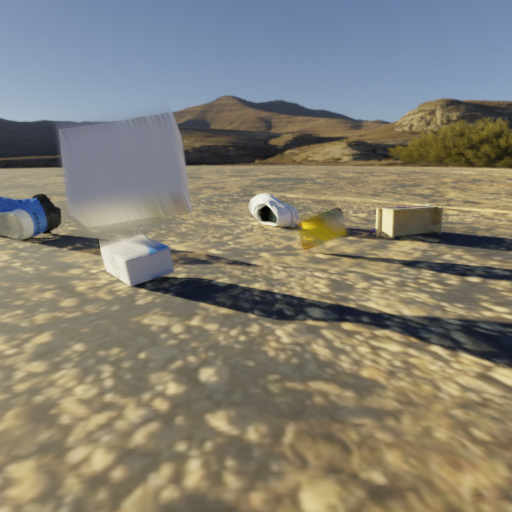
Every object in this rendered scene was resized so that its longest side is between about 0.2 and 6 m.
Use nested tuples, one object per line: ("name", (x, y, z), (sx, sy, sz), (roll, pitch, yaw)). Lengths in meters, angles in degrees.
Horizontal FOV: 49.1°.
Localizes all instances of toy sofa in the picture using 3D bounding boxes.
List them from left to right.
("toy sofa", (3.567, -0.850, 13.322), (1.663, 0.689, 0.812), (-6, 14, -27))

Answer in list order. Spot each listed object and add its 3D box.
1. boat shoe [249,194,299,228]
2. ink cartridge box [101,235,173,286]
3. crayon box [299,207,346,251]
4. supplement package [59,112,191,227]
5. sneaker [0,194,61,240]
("boat shoe", (0.276, -1.226, 14.900), (0.703, 0.775, 2.107), (-6, 14, -31))
("ink cartridge box", (-1.947, 0.053, 9.121), (0.785, 0.453, 1.075), (-21, 22, -29))
("crayon box", (1.288, -0.538, 11.184), (0.950, 0.603, 0.241), (-22, 46, -6))
("supplement package", (-2.205, -1.440, 9.628), (1.916, 1.492, 1.062), (-9, -10, -1))
("sneaker", (-5.664, -1.016, 13.415), (2.408, 0.924, 1.340), (13, 23, 34))
